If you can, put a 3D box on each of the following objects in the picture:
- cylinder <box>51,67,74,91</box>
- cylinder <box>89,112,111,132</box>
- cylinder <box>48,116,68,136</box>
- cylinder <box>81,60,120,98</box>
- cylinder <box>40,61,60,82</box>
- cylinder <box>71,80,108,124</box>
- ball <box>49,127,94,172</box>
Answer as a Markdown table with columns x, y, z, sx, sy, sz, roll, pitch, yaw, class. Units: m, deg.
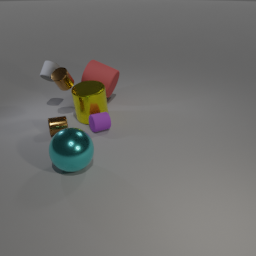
| x | y | z | sx | sy | sz | roll | pitch | yaw | class |
| --- | --- | --- | --- | --- | --- | --- | --- | --- | --- |
| -2.661 | -1.998 | 11.463 | 0.700 | 0.700 | 0.700 | -7 | 61 | 13 | cylinder |
| -1.130 | -0.245 | 11.243 | 0.700 | 0.700 | 0.700 | -13 | 31 | -25 | cylinder |
| -2.739 | -0.086 | 10.967 | 0.700 | 0.700 | 0.700 | -9 | 29 | -16 | cylinder |
| -1.317 | -2.365 | 13.452 | 1.400 | 1.400 | 1.400 | 25 | 32 | 5 | cylinder |
| -3.429 | -2.495 | 12.332 | 0.700 | 0.700 | 0.700 | 16 | -11 | 3 | cylinder |
| -1.599 | -1.101 | 11.919 | 1.400 | 1.400 | 1.400 | -3 | 36 | 2 | cylinder |
| -1.772 | 0.683 | 8.814 | 1.400 | 1.400 | 1.400 | 0 | 28 | 0 | ball |
